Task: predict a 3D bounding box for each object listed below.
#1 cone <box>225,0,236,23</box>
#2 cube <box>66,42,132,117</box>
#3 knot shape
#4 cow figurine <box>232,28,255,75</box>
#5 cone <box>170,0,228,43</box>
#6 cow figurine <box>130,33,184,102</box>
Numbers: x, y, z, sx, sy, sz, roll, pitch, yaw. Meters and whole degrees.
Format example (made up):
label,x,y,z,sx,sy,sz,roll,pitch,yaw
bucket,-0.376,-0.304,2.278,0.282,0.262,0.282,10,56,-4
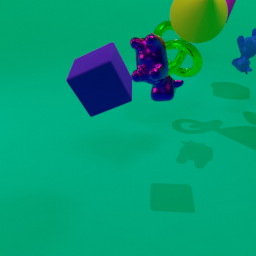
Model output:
label,x,y,z,sx,sy,sz,roll,pitch,yaw
cone,2.739,-3.623,7.599,1.040,1.044,1.040,37,26,-22
cube,-0.448,-0.833,4.820,0.808,0.808,0.808,-20,34,16
knot shape,1.207,-2.170,7.795,1.692,1.584,0.782,-1,11,20
cow figurine,3.547,-2.201,8.161,1.110,1.092,0.609,-29,30,-5
cone,1.725,-2.784,6.343,1.424,1.424,1.430,2,6,4
cow figurine,0.692,-1.400,6.598,0.872,1.588,1.563,0,9,31
